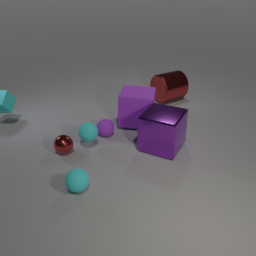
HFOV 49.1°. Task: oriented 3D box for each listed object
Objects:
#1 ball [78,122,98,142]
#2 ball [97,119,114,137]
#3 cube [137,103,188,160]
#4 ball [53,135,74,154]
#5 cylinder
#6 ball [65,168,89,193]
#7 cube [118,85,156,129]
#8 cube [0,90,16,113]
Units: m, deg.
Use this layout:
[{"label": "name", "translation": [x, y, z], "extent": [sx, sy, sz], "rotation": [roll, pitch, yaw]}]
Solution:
[{"label": "ball", "translation": [-1.447, 0.146, 10.192], "extent": [0.700, 0.700, 0.700], "rotation": [0, 30, 0]}, {"label": "ball", "translation": [-0.891, -0.013, 11.084], "extent": [0.700, 0.700, 0.700], "rotation": [0, 30, 0]}, {"label": "cube", "translation": [1.259, 0.073, 10.162], "extent": [1.400, 1.400, 1.400], "rotation": [13, 33, 25]}, {"label": "ball", "translation": [-2.306, 0.585, 10.022], "extent": [0.700, 0.700, 0.700], "rotation": [0, 30, 0]}, {"label": "cylinder", "translation": [2.050, -2.076, 13.992], "extent": [1.400, 1.400, 1.400], "rotation": [-17, 34, -28]}, {"label": "ball", "translation": [-1.502, 1.542, 8.250], "extent": [0.700, 0.700, 0.700], "rotation": [0, 30, 0]}, {"label": "cube", "translation": [0.378, -0.885, 11.783], "extent": [1.400, 1.400, 1.400], "rotation": [6, 29, 7]}, {"label": "cube", "translation": [-5.176, -1.069, 11.504], "extent": [0.700, 0.700, 0.700], "rotation": [1, 65, 13]}]
